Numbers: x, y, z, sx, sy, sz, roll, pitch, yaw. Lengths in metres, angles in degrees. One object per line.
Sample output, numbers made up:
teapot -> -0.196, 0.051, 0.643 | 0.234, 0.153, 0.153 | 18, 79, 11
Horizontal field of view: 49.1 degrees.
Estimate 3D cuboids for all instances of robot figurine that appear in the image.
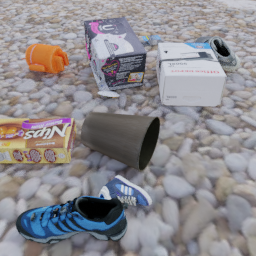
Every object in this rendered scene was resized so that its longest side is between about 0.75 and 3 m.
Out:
robot figurine -> -3.309, -2.811, 11.278 | 1.847, 1.329, 1.077 | 13, -2, 16

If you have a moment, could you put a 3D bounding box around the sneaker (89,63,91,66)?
sneaker -> -1.263, -2.819, 11.866 | 0.794, 0.338, 0.306 | -13, 40, -15

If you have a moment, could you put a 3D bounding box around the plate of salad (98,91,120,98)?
plate of salad -> -0.680, -1.155, 9.824 | 0.780, 0.187, 0.780 | 7, 18, -2

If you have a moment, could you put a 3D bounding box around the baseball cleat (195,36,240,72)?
baseball cleat -> 3.605, -3.470, 11.751 | 0.985, 1.504, 2.826 | -44, 44, 7

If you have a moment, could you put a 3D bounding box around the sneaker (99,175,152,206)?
sneaker -> -0.124, 1.608, 6.255 | 1.108, 0.447, 0.812 | 29, 53, 28

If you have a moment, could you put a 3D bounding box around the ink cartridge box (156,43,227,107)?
ink cartridge box -> 2.152, -2.042, 10.200 | 2.027, 1.181, 2.804 | 0, 38, 0

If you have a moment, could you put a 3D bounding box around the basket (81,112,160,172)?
basket -> -0.243, 0.221, 7.414 | 1.777, 1.208, 1.602 | 12, 48, 21

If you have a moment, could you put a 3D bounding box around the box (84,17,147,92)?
box -> -0.580, -2.883, 10.663 | 1.771, 1.538, 2.681 | -11, 48, -13

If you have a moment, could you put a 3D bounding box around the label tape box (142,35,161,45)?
label tape box -> 1.152, -4.332, 13.826 | 0.849, 0.281, 0.608 | -9, 39, -8

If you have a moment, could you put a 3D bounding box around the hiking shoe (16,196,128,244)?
hiking shoe -> -1.133, 1.712, 5.638 | 2.269, 0.984, 0.844 | -2, 39, -3

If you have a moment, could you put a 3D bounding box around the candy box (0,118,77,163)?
candy box -> -2.605, 0.333, 7.677 | 2.189, 0.618, 1.277 | -1, 39, 1
